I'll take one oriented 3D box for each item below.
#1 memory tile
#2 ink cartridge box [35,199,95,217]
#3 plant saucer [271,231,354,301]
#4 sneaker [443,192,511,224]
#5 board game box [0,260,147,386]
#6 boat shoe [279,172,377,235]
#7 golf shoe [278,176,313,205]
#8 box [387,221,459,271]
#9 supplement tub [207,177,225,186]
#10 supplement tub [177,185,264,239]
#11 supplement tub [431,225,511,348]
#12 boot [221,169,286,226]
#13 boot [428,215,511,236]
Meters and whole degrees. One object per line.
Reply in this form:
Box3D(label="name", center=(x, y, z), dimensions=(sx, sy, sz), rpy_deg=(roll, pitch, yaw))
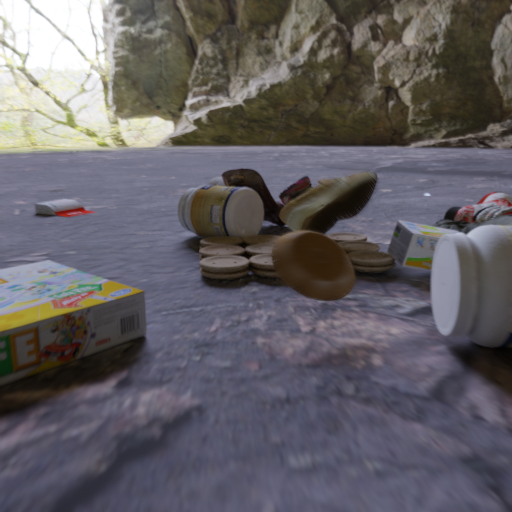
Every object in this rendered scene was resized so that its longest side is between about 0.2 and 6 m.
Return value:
Box3D(label="memory tile", center=(0.571, -0.033, 9.270), dimensions=(3.037, 0.255, 2.328), rpy_deg=(-2, 14, -6))
Box3D(label="ink cartridge box", center=(-4.769, -1.206, 14.026), dimensions=(1.173, 0.335, 0.954), rpy_deg=(3, 13, 31))
Box3D(label="plant saucer", center=(0.689, 0.053, 6.409), dimensions=(1.028, 0.182, 1.028), rpy_deg=(13, 46, -14))
Box3D(label="sneaker", center=(4.877, -0.742, 11.155), dimensions=(2.267, 0.757, 1.215), rpy_deg=(-15, 21, -36))
Box3D(label="board game box", center=(-2.941, 0.725, 5.550), dimensions=(2.051, 0.522, 3.051), rpy_deg=(12, 18, 40))
Box3D(label="boat shoe", center=(1.313, -1.029, 9.873), dimensions=(0.751, 0.837, 2.262), rpy_deg=(31, 42, 30))
Box3D(label="golf shoe", center=(0.964, -1.177, 12.097), dimensions=(0.665, 0.843, 1.832), rpy_deg=(-34, 5, 0))
Box3D(label="box", center=(2.630, -0.114, 8.422), dimensions=(1.060, 0.537, 0.596), rpy_deg=(8, 21, -15))
Box3D(label="supplement tub", center=(-0.609, -1.528, 14.116), dimensions=(0.850, 0.850, 1.289), rpy_deg=(-10, 16, -35))
Box3D(label="supplement tub", center=(-0.700, -0.832, 10.802), dimensions=(1.453, 1.049, 1.049), rpy_deg=(9, 16, 37))
Box3D(label="supplement tub", center=(2.781, 0.314, 5.707), dimensions=(1.723, 1.249, 1.249), rpy_deg=(1, 14, 3))
Box3D(label="boot", center=(-0.366, -1.314, 11.816), dimensions=(1.888, 0.651, 2.025), rpy_deg=(10, -13, 27))
Box3D(label="boot", center=(3.472, -0.148, 8.655), dimensions=(1.949, 1.010, 2.984), rpy_deg=(2, 6, 28))
